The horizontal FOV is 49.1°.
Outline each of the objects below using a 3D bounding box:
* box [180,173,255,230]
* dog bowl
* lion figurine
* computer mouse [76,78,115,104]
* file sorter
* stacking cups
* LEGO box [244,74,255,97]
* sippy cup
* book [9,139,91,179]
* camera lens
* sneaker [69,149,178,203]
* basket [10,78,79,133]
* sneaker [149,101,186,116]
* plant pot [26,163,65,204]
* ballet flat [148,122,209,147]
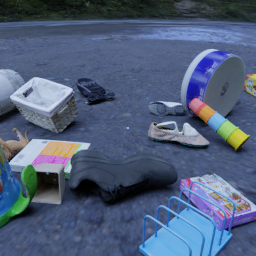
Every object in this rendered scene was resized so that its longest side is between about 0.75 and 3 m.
[{"bbox_3d":[2.078,1.644,6.533,1.059,0.302,1.547,-5,24,-22],"label":"box"},{"bbox_3d":[3.206,-1.558,10.502,2.582,2.582,1.017,-20,35,-34],"label":"dog bowl"},{"bbox_3d":[-3.460,0.573,8.445,1.041,0.616,1.701,44,37,18],"label":"lion figurine"},{"bbox_3d":[-1.729,-1.693,13.184,1.461,0.556,2.109,-19,43,-33],"label":"computer mouse"},{"bbox_3d":[1.182,1.893,5.381,1.612,0.989,1.119,-22,35,-40],"label":"file sorter"},{"bbox_3d":[2.868,-0.161,9.110,0.638,0.638,2.109,-24,56,-39],"label":"stacking cups"},{"bbox_3d":[6.759,-1.852,13.049,1.606,0.832,2.156,-5,27,-10],"label":"LEGO box"},{"bbox_3d":[-3.463,1.015,6.124,2.595,1.902,2.038,-13,30,-25],"label":"sippy cup"},{"bbox_3d":[-2.201,0.867,8.096,1.953,0.469,1.305,6,30,13],"label":"book"},{"bbox_3d":[-5.281,-1.324,11.050,1.685,1.685,2.106,9,27,18],"label":"camera lens"},{"bbox_3d":[-0.148,1.288,6.851,2.713,1.030,1.231,0,40,5],"label":"sneaker"},{"bbox_3d":[-2.944,-0.811,10.152,1.999,1.233,1.355,19,52,27],"label":"basket"},{"bbox_3d":[1.593,-0.807,11.441,1.533,0.571,0.667,7,17,-2],"label":"sneaker"},{"bbox_3d":[-1.951,1.280,6.895,0.840,0.841,0.745,3,18,6],"label":"plant pot"},{"bbox_3d":[1.652,0.159,9.146,2.018,0.679,0.687,7,16,13],"label":"ballet flat"}]
